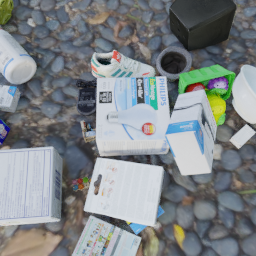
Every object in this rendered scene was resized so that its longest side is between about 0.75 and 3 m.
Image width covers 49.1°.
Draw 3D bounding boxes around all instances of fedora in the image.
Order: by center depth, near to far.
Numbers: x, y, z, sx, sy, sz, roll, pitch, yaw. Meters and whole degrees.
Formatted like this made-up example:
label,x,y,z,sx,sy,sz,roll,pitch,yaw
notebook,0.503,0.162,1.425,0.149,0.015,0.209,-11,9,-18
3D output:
label,x,y,z,sx,sy,sz,roll,pitch,yaw
fedora,1.947,-2.654,12.156,1.466,0.748,1.657,19,64,7

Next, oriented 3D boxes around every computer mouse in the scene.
label,x,y,z,sx,sy,sz,roll,pitch,yaw
computer mouse,-1.604,-1.208,11.727,1.368,0.521,1.975,1,55,2

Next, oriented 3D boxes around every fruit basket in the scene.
label,x,y,z,sx,sy,sz,roll,pitch,yaw
fruit basket,3.236,-1.261,11.219,2.339,1.687,2.339,-3,50,4

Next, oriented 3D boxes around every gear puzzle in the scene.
label,x,y,z,sx,sy,sz,roll,pitch,yaw
gear puzzle,-1.654,2.067,10.484,0.884,0.116,0.458,-12,67,-5

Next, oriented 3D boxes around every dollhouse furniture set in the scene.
label,x,y,z,sx,sy,sz,roll,pitch,yaw
dollhouse furniture set,-1.528,0.042,11.102,0.574,0.571,0.815,-14,68,-6

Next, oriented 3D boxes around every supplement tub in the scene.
label,x,y,z,sx,sy,sz,roll,pitch,yaw
supplement tub,-5.056,-3.019,11.971,1.393,1.393,2.111,-38,71,-15

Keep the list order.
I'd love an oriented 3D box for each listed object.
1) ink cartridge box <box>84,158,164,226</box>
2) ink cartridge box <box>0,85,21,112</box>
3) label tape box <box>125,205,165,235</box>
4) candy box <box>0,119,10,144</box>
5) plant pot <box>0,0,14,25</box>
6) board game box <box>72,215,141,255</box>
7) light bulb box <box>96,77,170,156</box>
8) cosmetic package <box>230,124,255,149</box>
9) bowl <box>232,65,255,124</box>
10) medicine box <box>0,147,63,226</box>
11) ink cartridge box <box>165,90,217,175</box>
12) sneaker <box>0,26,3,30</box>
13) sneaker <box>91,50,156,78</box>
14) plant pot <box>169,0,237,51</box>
label,x,y,z,sx,sy,sz,roll,pitch,yaw
ink cartridge box,-0.092,2.162,9.685,2.437,0.576,1.950,7,67,14
ink cartridge box,-5.317,-1.247,11.658,1.328,0.560,0.970,7,67,3
label tape box,0.243,2.667,9.979,1.284,0.564,1.781,-34,71,-13
candy box,-5.864,-0.321,10.595,2.108,1.782,0.812,18,68,8
plant pot,-6.533,-5.858,13.032,1.897,2.063,2.063,27,69,-1
board game box,-0.691,3.995,9.396,1.905,0.612,1.405,22,68,8
light bulb box,0.190,-0.427,10.707,2.661,1.661,2.638,-2,67,-1
cosmetic package,4.539,0.335,11.098,0.890,0.361,0.502,-37,71,-13
bowl,5.010,-1.040,10.918,2.757,1.239,2.757,22,44,-23
medicine box,-3.776,2.067,9.794,2.656,1.367,2.419,-4,67,-1
ink cartridge box,2.297,0.099,9.820,1.060,1.820,2.517,-10,33,29
sneaker,-6.553,-4.796,12.990,1.692,0.907,0.565,25,69,10
sneaker,-0.219,-2.580,11.814,2.826,1.321,0.995,9,67,4
plant pot,3.076,-4.864,12.423,2.030,2.283,2.288,-30,70,-1
